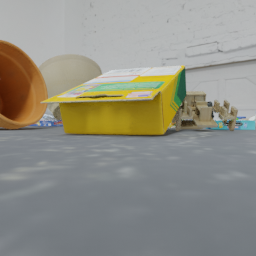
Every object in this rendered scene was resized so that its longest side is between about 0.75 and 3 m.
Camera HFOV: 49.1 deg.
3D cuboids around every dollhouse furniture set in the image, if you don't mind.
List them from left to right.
[{"bbox_3d":[1.581,-0.201,6.324,1.195,0.906,1.364,0,24,-2],"label":"dollhouse furniture set"}]

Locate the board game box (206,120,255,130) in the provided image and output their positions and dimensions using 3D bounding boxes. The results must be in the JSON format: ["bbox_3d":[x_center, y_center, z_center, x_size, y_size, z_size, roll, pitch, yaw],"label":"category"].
[{"bbox_3d":[2.507,-0.083,6.948,0.988,0.232,0.746,0,2,2],"label":"board game box"}]

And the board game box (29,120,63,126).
[{"bbox_3d":[-2.841,-0.172,9.814,1.229,0.212,0.832,1,2,29],"label":"board game box"}]

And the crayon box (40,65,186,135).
[{"bbox_3d":[-0.010,-0.545,5.181,1.769,0.726,2.813,1,20,20],"label":"crayon box"}]

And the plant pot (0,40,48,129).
[{"bbox_3d":[-3.309,-0.881,6.998,1.502,2.146,2.146,-18,-6,26],"label":"plant pot"}]

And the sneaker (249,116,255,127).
[{"bbox_3d":[3.929,-0.270,8.333,0.459,0.393,1.054,24,-5,-12],"label":"sneaker"}]

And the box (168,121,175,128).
[{"bbox_3d":[0.970,-0.157,7.931,1.583,0.306,0.328,1,2,23],"label":"box"}]

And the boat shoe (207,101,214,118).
[{"bbox_3d":[1.326,-0.413,8.499,2.470,0.774,0.904,-2,13,18],"label":"boat shoe"}]

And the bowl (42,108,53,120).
[{"bbox_3d":[-4.544,-1.101,17.308,2.874,1.292,2.874,8,12,-2],"label":"bowl"}]

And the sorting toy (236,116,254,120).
[{"bbox_3d":[4.641,-0.201,9.451,2.430,0.331,1.368,1,6,35],"label":"sorting toy"}]

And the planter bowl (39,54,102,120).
[{"bbox_3d":[-2.465,-1.472,12.324,2.972,2.000,2.972,-10,-28,-6],"label":"planter bowl"}]

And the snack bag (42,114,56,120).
[{"bbox_3d":[-4.115,-0.635,12.878,2.275,0.258,2.413,13,-2,15],"label":"snack bag"}]
